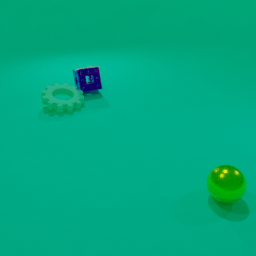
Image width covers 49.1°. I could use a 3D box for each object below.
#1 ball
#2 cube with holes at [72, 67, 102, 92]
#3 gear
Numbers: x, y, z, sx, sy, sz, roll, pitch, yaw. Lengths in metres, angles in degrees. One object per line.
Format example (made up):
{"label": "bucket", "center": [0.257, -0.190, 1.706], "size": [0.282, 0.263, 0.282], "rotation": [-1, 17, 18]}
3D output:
{"label": "ball", "center": [2.032, 1.148, 5.788], "size": [0.797, 0.797, 0.797], "rotation": [0, 30, 0]}
{"label": "cube with holes", "center": [-1.588, -1.901, 10.895], "size": [0.852, 0.852, 0.852], "rotation": [-13, 16, -21]}
{"label": "gear", "center": [-2.300, -1.083, 9.896], "size": [1.440, 0.266, 1.440], "rotation": [8, 39, -7]}
